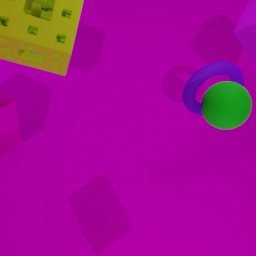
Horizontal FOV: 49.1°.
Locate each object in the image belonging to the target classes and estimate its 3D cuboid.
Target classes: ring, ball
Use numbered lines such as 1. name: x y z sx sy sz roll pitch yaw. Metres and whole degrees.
1. ring: 1.722 -0.766 5.664 1.278 1.278 0.256 -12 45 -3
2. ball: 1.460 -0.336 4.185 0.715 0.715 0.715 0 74 0

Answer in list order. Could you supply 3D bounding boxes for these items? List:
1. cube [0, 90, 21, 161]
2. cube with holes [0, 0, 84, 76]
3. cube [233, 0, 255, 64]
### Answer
1. cube: -3.154 -0.045 5.594 1.328 1.328 1.328 28 42 19
2. cube with holes: -1.354 -1.615 4.293 1.111 1.111 1.111 13 81 -15
3. cube: 2.954 -1.936 5.200 1.195 1.195 1.195 41 67 -23
